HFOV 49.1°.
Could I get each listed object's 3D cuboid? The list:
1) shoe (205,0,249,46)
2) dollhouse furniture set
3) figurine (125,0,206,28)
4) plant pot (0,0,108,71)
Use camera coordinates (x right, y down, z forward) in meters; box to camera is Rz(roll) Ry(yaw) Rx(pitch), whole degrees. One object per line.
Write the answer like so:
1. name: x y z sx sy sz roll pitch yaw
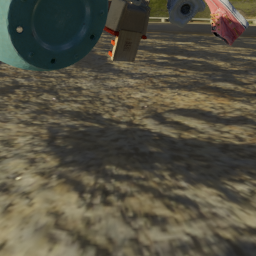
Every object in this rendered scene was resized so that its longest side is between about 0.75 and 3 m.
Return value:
1. shoe: 2.904 -3.516 8.916 1.910 0.869 0.682 36 12 -15
2. dollhouse furniture set: -0.715 -3.240 8.231 2.921 1.505 2.889 -6 38 -37
3. figurine: 0.617 -2.751 5.444 1.572 0.677 1.533 19 38 -19
4. plant pot: -1.565 -2.154 4.478 2.611 2.611 2.096 -20 51 -38
